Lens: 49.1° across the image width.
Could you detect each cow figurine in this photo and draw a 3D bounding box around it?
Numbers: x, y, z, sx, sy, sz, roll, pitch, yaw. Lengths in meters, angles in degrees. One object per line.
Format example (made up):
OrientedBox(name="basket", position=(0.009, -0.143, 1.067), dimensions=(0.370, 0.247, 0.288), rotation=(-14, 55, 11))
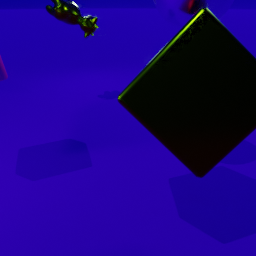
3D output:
OrientedBox(name="cow figurine", position=(-1.618, -3.329, 8.434), dimensions=(1.349, 0.753, 1.371), rotation=(44, 25, 19))

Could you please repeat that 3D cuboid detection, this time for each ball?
OrientedBox(name="ball", position=(1.001, -2.178, 4.244), dimensions=(1.295, 1.295, 1.295), rotation=(0, 25, 0))

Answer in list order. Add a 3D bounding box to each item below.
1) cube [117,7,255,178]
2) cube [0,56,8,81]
OrientedBox(name="cube", position=(0.816, -0.433, 3.546), dimensions=(1.308, 1.308, 1.308), rotation=(43, 10, -5))
OrientedBox(name="cube", position=(-2.854, -1.405, 4.509), dimensions=(1.203, 1.203, 1.203), rotation=(-22, 59, -16))
